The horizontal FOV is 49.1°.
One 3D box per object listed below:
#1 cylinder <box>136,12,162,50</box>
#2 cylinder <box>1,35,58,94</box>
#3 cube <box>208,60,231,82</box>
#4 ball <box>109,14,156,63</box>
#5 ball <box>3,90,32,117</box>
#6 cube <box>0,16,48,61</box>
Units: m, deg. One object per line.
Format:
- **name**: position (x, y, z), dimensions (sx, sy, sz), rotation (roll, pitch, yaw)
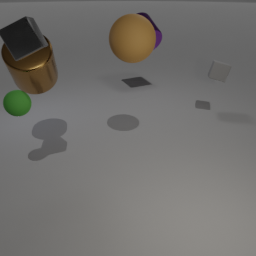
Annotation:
- **cylinder**: position (0.764, -4.673, 13.779), dimensions (1.400, 1.400, 1.400), rotation (-13, 59, -24)
- **cylinder**: position (-2.920, -1.949, 8.512), dimensions (1.400, 1.400, 1.400), rotation (2, 68, -6)
- **cube**: position (3.806, -2.384, 11.698), dimensions (0.700, 0.700, 0.700), rotation (18, 21, 5)
- **ball**: position (0.128, -2.652, 8.342), dimensions (1.400, 1.400, 1.400), rotation (0, 28, 0)
- **ball**: position (-2.911, -0.653, 7.376), dimensions (0.700, 0.700, 0.700), rotation (0, 28, 0)
- **cube**: position (-2.323, -2.004, 6.288), dimensions (0.700, 0.700, 0.700), rotation (-26, 20, 3)
